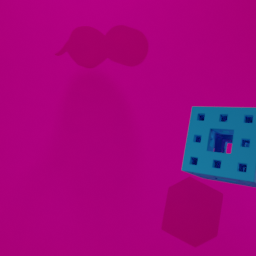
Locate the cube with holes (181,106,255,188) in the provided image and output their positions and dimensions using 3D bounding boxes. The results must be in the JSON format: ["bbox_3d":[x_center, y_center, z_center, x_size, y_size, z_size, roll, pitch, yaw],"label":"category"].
[{"bbox_3d":[1.583,0.312,4.390,1.016,1.016,1.016,4,77,35],"label":"cube with holes"}]
